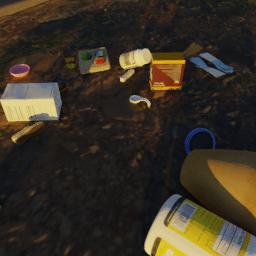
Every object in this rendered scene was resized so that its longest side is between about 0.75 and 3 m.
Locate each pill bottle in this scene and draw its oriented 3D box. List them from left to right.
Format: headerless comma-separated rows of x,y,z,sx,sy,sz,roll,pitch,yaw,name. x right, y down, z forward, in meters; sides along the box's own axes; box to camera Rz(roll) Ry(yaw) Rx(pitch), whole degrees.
0.354,-3.308,13.371,1.409,0.797,0.797,-2,34,42,pill bottle
2.012,2.928,6.445,2.953,1.644,1.644,26,49,26,pill bottle

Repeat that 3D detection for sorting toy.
-2.051,-3.359,13.961,2.157,0.289,1.607,-11,53,-3,sorting toy

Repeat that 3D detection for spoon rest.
0.507,-1.173,11.848,0.933,0.283,0.463,20,47,19,spoon rest

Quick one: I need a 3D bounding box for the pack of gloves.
4.107,-3.032,13.907,1.648,0.387,1.962,-20,50,-34,pack of gloves

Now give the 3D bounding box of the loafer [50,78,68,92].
-3.325,-1.657,12.165,0.591,0.595,1.636,31,52,23,loafer

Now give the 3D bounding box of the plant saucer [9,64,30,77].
-5.216,-2.748,13.559,0.957,0.243,0.957,0,42,0,plant saucer

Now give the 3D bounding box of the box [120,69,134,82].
-0.032,-2.514,13.346,0.200,0.187,0.966,23,48,22,box

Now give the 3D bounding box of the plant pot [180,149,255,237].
2.823,1.524,7.796,2.477,2.308,2.308,20,45,37,plant pot

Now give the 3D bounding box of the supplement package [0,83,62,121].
-3.768,-1.039,11.101,1.988,1.089,1.130,-1,43,-1,supplement package

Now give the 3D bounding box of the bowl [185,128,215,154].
2.473,0.543,9.573,0.211,1.074,1.074,18,23,-48,bowl

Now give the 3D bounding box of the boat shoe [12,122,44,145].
-3.691,0.110,10.354,0.402,0.444,1.246,33,53,30,boat shoe

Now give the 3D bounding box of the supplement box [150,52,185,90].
1.694,-2.514,12.408,1.364,1.383,0.918,-1,36,-1,supplement box
